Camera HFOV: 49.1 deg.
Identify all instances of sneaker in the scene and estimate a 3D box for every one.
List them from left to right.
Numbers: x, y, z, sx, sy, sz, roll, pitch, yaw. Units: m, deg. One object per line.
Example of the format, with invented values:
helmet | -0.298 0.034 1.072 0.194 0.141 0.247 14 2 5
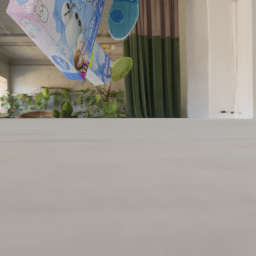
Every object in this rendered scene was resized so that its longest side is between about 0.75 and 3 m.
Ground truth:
sneaker | -0.120 -3.571 8.208 0.845 2.126 1.388 12 7 -8

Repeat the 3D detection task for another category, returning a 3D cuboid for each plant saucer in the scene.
plant saucer | -0.370 -2.747 12.898 0.213 1.374 1.374 48 24 20

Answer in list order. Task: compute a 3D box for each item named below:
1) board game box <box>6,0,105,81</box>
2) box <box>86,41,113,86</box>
board game box | -1.442 -3.041 6.752 0.617 2.844 2.830 7 -14 16
box | -1.499 -2.728 10.781 0.561 1.437 2.356 -10 -31 29
